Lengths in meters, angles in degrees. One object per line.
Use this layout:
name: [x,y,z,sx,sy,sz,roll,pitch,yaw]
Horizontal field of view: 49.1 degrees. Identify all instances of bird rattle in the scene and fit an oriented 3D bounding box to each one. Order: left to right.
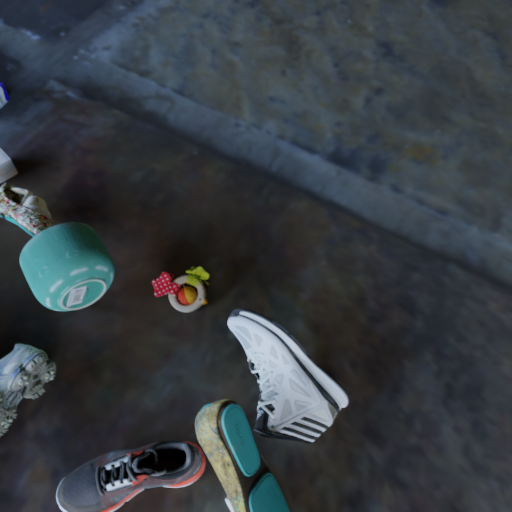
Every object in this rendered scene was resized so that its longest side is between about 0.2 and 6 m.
bird rattle: [-1.325,0.610,10.199,1.050,0.592,0.856,-19,76,-8]

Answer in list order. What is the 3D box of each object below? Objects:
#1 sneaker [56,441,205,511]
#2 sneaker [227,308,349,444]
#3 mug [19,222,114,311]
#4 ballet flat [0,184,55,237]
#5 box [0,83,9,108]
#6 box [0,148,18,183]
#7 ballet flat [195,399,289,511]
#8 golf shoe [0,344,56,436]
sneaker: [-1.901,3.166,8.325,2.242,0.918,0.864,-16,59,-10]
sneaker: [0.220,1.990,8.803,2.384,0.900,1.372,42,64,2]
mug: [-3.061,0.322,9.524,1.375,1.673,1.035,-37,65,1]
ballet flat: [-4.350,-0.865,10.463,2.229,0.843,0.713,24,81,35]
box: [-6.375,-3.610,12.840,0.891,0.508,0.969,21,60,12]
box: [-5.448,-1.899,11.789,0.537,0.460,0.535,-38,65,-21]
ballet flat: [-0.210,3.222,8.072,0.862,0.862,2.438,-23,93,-14]
golf shoe: [-4.296,2.285,9.121,0.994,0.801,2.045,23,54,34]
